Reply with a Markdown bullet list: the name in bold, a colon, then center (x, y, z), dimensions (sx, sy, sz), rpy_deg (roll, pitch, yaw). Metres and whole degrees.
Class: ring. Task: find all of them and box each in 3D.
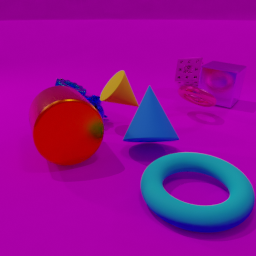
- **ring**: center (1.912, -0.874, 7.789), dimensions (1.111, 0.222, 1.111), rpy_deg (23, -4, 2)
- **ring**: center (1.072, 0.930, 4.449), dimensions (1.746, 0.349, 1.746), rpy_deg (0, 27, 0)

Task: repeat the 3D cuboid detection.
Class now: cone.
- **cone**: center (-0.059, -0.790, 6.992), dimensions (0.915, 0.912, 0.912), rpy_deg (36, 11, -24)
- **cone**: center (0.467, -0.323, 5.901), dimensions (1.176, 1.180, 1.176), rpy_deg (-1, -7, 0)

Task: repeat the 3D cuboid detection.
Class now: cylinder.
- **cylinder**: center (-1.276, -0.095, 5.640), dimensions (1.303, 1.303, 1.303), rpy_deg (-9, 22, -20)

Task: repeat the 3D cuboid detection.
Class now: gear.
- **gear**: center (-1.942, -1.374, 9.552), dimensions (1.069, 0.198, 1.069), rpy_deg (23, 18, -8)

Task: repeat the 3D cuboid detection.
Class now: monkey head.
- **monkey head**: center (-1.103, -0.472, 7.315), dimensions (0.953, 0.798, 1.325), rpy_deg (13, 17, 36)

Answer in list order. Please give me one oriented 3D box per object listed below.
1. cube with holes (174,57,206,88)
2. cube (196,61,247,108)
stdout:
- **cube with holes**: center (2.229, -1.871, 9.818), dimensions (0.855, 0.855, 0.855), rpy_deg (4, -13, 30)
- **cube**: center (2.990, -1.436, 8.985), dimensions (1.136, 1.136, 1.136), rpy_deg (18, 29, 28)
